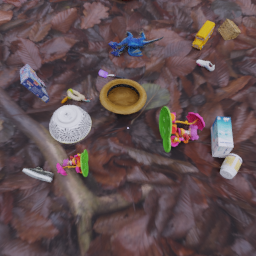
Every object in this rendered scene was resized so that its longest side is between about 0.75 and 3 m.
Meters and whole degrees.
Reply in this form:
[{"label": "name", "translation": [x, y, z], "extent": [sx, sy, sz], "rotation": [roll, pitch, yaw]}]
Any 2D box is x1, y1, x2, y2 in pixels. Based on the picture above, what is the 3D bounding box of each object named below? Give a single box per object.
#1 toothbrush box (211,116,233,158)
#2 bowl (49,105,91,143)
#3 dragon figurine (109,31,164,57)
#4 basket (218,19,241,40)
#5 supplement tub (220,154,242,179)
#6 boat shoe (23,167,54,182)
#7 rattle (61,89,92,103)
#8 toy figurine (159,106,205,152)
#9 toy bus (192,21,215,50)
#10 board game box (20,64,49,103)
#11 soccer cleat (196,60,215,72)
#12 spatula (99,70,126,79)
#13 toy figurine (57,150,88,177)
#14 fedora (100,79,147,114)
[{"label": "toothbrush box", "translation": [3.431, 0.338, 10.290], "extent": [0.534, 0.917, 1.253], "rotation": [4, 60, 3]}, {"label": "bowl", "translation": [-2.283, -0.316, 10.766], "extent": [1.668, 0.783, 1.668], "rotation": [0, 59, 1]}, {"label": "dragon figurine", "translation": [0.371, -3.775, 12.885], "extent": [2.447, 0.720, 1.217], "rotation": [8, 59, 5]}, {"label": "basket", "translation": [4.975, -4.757, 13.732], "extent": [0.646, 0.674, 0.905], "rotation": [4, 52, -37]}, {"label": "supplement tub", "translation": [3.626, 1.350, 9.889], "extent": [0.558, 0.558, 0.767], "rotation": [30, 64, 17]}, {"label": "boat shoe", "translation": [-3.148, 1.587, 9.875], "extent": [1.086, 0.384, 0.346], "rotation": [18, 61, 2]}, {"label": "rattle", "translation": [-2.115, -1.114, 11.571], "extent": [0.728, 1.018, 0.663], "rotation": [-63, 29, 8]}, {"label": "toy figurine", "translation": [2.121, 0.027, 10.498], "extent": [1.571, 1.281, 1.706], "rotation": [-2, 80, -12]}, {"label": "toy bus", "translation": [3.590, -4.403, 13.334], "extent": [0.491, 0.591, 1.509], "rotation": [28, 63, 16]}, {"label": "board game box", "translation": [-3.780, -1.879, 11.245], "extent": [0.435, 1.412, 1.411], "rotation": [-38, 52, 5]}, {"label": "soccer cleat", "translation": [3.490, -2.888, 12.545], "extent": [0.891, 0.385, 0.311], "rotation": [35, 65, 20]}, {"label": "spatula", "translation": [-0.695, -2.306, 12.345], "extent": [1.211, 0.124, 0.342], "rotation": [13, 56, 7]}, {"label": "toy figurine", "translation": [-2.001, 1.266, 9.927], "extent": [1.031, 0.841, 1.120], "rotation": [-8, 37, 6]}, {"label": "fedora", "translation": [-0.196, -1.133, 11.263], "extent": [1.869, 0.762, 1.869], "rotation": [0, 60, 0]}]
